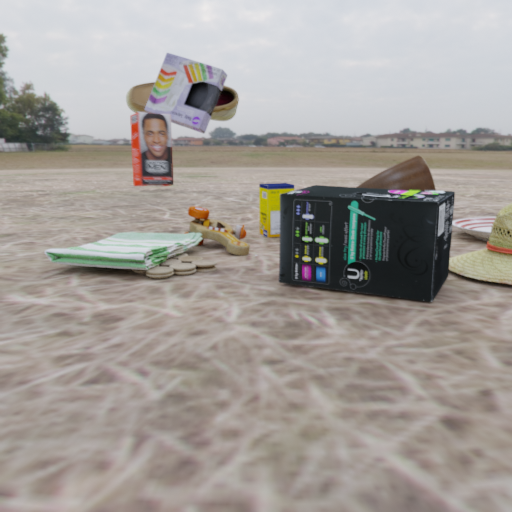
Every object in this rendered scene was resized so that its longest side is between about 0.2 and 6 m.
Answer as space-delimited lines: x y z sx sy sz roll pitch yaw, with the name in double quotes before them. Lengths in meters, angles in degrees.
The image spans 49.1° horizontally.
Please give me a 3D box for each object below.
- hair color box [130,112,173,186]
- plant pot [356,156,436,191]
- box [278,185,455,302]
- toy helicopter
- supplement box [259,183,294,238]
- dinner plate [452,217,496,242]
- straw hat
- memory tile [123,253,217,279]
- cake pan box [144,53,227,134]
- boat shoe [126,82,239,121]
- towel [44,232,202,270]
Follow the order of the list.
"hair color box" -2.059 -2.084 11.069 0.709 1.398 0.428 -6 5 -34
"plant pot" 3.553 -1.560 14.733 1.861 1.740 1.740 -14 11 2
"box" 1.650 -0.283 8.344 2.241 1.393 1.664 6 13 26
"toy helicopter" -0.604 -0.380 11.238 1.233 0.736 1.865 4 19 -32
"supplement box" 0.462 -1.041 12.702 0.640 1.176 0.644 -3 12 -17
"dinner plate" 5.869 -0.535 12.289 3.022 0.366 3.022 1 12 0
"straw hat" 4.383 -0.305 8.969 2.587 1.095 2.587 0 12 0
"memory tile" -1.602 0.130 9.513 1.317 0.144 1.718 -10 14 -41
"cake pan box" -1.478 -3.471 11.963 1.485 1.367 0.388 23 3 17
"boat shoe" -1.705 -3.796 13.292 2.680 0.992 0.890 -3 -9 -16
"towel" -2.231 -0.163 9.903 1.912 0.293 2.506 2 11 15
